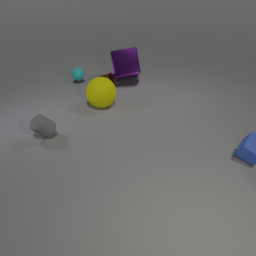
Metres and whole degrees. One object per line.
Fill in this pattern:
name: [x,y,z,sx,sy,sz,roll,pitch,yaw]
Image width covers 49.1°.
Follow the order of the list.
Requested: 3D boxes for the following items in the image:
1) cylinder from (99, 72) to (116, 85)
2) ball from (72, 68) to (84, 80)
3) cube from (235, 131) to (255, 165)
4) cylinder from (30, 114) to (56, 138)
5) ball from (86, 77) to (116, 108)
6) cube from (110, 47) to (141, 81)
cylinder: [-1.073,-2.480,14.696,0.700,0.700,0.700,-20,10,3]
ball: [-2.765,-2.995,15.516,0.700,0.700,0.700,0,31,0]
cube: [4.092,0.671,9.186,0.700,0.700,0.700,34,66,11]
cylinder: [-3.234,-0.083,10.656,0.700,0.700,0.700,-19,54,28]
ball: [-1.243,-1.641,12.923,1.400,1.400,1.400,0,31,0]
cube: [-0.111,-3.459,15.275,1.400,1.400,1.400,-10,2,2]
